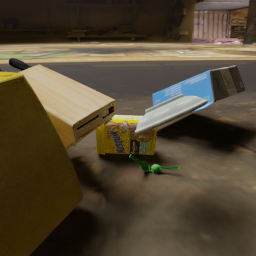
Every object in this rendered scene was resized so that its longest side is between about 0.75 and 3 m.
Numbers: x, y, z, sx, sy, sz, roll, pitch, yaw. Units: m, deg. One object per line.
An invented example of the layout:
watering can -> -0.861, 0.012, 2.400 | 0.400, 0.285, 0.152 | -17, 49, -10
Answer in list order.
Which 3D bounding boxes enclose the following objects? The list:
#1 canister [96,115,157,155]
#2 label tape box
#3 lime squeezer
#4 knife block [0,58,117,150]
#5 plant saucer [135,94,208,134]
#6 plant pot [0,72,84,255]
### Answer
canister -> -0.032, 0.145, 5.926 | 1.232, 0.915, 0.533 | 2, 36, 1
label tape box -> 1.701, -0.896, 7.457 | 1.843, 0.809, 2.555 | -18, 2, 43
lime squeezer -> 0.464, 0.699, 5.273 | 0.999, 0.353, 0.188 | 15, 37, -10
knife block -> -1.744, -0.664, 5.284 | 0.911, 2.498, 2.846 | -36, 4, -34
plant saucer -> 0.594, -0.260, 4.212 | 1.166, 0.293, 1.166 | -25, 1, 1
plant pot -> -2.115, 0.405, 3.349 | 2.193, 1.934, 2.193 | 8, 26, 24
